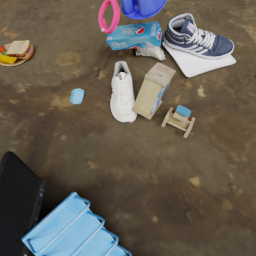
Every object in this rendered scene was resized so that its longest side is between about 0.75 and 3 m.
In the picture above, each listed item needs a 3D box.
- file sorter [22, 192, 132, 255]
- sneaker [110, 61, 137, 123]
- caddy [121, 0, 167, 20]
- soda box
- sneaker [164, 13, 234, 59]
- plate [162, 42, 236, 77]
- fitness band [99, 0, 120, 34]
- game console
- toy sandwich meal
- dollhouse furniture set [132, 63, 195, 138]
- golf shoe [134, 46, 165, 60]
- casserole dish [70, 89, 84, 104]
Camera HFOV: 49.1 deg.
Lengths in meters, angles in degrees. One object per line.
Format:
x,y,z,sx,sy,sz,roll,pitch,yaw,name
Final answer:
-0.962,2.939,6.470,1.611,1.424,2.322,-41,102,-26,file sorter
-0.204,-1.382,10.465,0.988,1.066,2.630,-5,56,-6,sneaker
0.499,-3.756,7.722,1.230,0.913,1.740,21,69,23,caddy
0.225,-3.319,10.178,1.917,0.650,0.615,2,72,22,soda box
2.932,-3.715,11.415,2.987,1.621,1.047,14,83,8,sneaker
3.014,-3.171,12.136,2.376,0.384,2.371,-18,56,-12,plate
-0.475,-2.784,6.929,0.181,0.693,0.965,9,50,-34,fitness band
-3.141,2.373,6.712,2.485,1.644,2.825,-27,43,37,game console
-4.967,-3.319,12.115,1.704,0.584,1.704,0,55,0,toy sandwich meal
1.524,-1.021,9.784,2.102,1.482,1.473,27,36,7,dollhouse furniture set
0.822,-3.333,12.199,0.899,0.724,1.849,-41,57,-6,golf shoe
-1.964,-1.195,10.873,0.477,0.153,0.787,4,55,3,casserole dish
